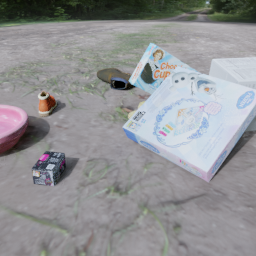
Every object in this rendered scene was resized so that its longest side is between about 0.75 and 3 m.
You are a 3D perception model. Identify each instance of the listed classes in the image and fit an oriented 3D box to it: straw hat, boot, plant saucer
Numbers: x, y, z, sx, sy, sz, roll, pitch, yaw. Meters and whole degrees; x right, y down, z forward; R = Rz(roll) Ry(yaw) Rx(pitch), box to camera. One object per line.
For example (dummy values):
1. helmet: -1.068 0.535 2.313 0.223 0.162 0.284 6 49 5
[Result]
1. straw hat: 0.652 -0.670 10.278 1.350 0.571 1.350 0 27 0
2. boot: -0.723 -2.391 13.529 2.187 0.817 1.060 12 26 19
3. plant saucer: -4.501 0.131 8.437 2.937 0.744 2.937 0 25 0
4. boot: -3.142 -1.109 10.905 0.580 0.829 1.546 -4 25 -5

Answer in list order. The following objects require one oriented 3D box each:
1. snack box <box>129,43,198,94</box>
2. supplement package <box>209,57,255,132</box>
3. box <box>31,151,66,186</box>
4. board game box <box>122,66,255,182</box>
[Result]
1. snack box: 1.477 -1.752 10.050 2.593 1.506 0.481 21 18 -31
2. supplement package: 4.241 -1.188 9.561 2.509 1.904 1.890 -5 34 -10
3. box: -1.938 1.001 6.962 0.548 0.476 0.829 5 28 8
4. board game box: 1.770 -0.321 7.844 2.785 0.607 2.799 28 67 37
